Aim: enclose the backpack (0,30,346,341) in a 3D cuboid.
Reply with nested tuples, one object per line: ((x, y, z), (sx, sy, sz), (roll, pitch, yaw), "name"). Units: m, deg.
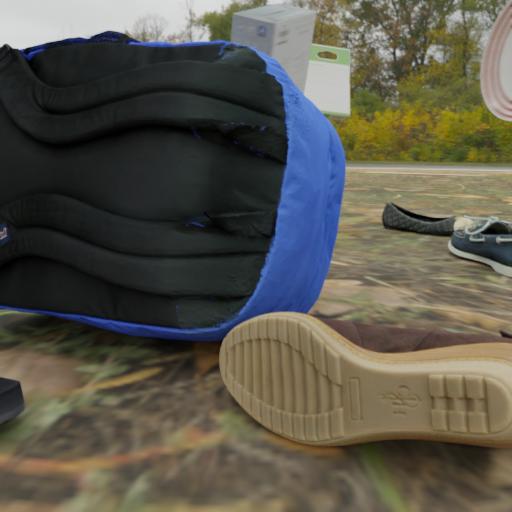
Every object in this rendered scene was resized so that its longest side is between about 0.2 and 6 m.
((-0.776, -0.601, 5.349), (3.242, 2.635, 2.721), (5, -2, 29), "backpack")

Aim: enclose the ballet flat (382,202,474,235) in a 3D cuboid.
((3.433, -0.755, 11.438), (2.011, 0.571, 0.668), (11, 15, 43), "ballet flat")

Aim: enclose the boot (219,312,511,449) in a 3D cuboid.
((1.011, 0.822, 3.789), (2.120, 0.767, 1.763), (1, -5, 40), "boot")

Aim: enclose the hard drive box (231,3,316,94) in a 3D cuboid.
((0.195, -2.624, 8.106), (0.662, 1.725, 1.344), (21, 35, 21), "hard drive box")

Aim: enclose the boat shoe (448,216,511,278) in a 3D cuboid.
((3.565, -0.213, 8.345), (0.854, 0.705, 2.281), (0, 11, -2), "boat shoe")

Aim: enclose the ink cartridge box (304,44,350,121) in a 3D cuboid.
((1.571, -3.976, 12.876), (1.165, 1.601, 0.384), (2, -6, -15), "ink cartridge box")

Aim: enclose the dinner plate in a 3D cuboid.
((4.177, -3.086, 8.461), (0.255, 2.103, 2.103), (5, 9, -17), "dinner plate")

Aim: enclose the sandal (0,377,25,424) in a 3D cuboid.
((-2.663, 0.791, 3.716), (2.462, 0.527, 0.936), (4, 12, 22), "sandal")
